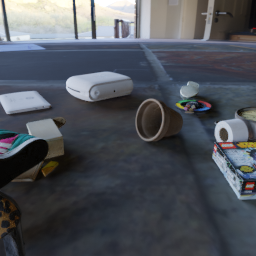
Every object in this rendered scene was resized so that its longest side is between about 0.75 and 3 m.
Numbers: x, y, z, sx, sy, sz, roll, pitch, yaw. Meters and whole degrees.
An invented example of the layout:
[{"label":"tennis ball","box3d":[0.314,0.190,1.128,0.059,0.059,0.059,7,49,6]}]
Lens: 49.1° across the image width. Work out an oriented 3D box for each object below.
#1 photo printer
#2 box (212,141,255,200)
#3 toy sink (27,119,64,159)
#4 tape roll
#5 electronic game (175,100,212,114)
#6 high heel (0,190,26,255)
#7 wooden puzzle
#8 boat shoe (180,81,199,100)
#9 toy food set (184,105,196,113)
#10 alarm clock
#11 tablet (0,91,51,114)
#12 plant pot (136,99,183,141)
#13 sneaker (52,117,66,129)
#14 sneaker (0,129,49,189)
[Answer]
[{"label":"photo printer","box3d":[-1.587,-2.194,14.559,2.915,1.012,2.425,-17,28,-36]},{"label":"box","box3d":[4.015,1.014,7.386,2.967,0.592,2.031,-1,23,-2]},{"label":"toy sink","box3d":[-2.604,0.354,8.773,0.837,0.719,1.284,-13,33,-26]},{"label":"tape roll","box3d":[3.323,0.178,9.016,0.613,0.893,0.893,-8,24,-17]},{"label":"electronic game","box3d":[2.910,-0.977,12.526,1.621,0.337,1.621,0,22,0]},{"label":"high heel","box3d":[-2.777,1.747,4.296,2.247,1.602,0.802,-7,24,-17]},{"label":"wooden puzzle","box3d":[-2.893,1.180,7.531,1.786,0.209,1.205,2,19,5]},{"label":"boat shoe","box3d":[3.045,-1.716,13.957,0.823,0.698,2.261,24,30,12]},{"label":"toy food set","box3d":[2.615,-0.861,11.901,0.503,0.125,0.791,3,26,10]},{"label":"alarm clock","box3d":[4.388,-0.130,9.750,2.674,0.890,1.804,1,21,5]},{"label":"tablet","box3d":[-5.059,-1.321,13.549,1.948,0.204,2.993,-12,26,-27]},{"label":"plant pot","box3d":[1.169,-0.218,9.664,1.264,1.450,1.450,7,15,-37]},{"label":"sneaker","box3d":[-2.500,-0.003,9.548,1.095,0.384,0.594,-30,-14,8]},{"label":"sneaker","box3d":[-3.430,0.740,7.061,1.474,1.021,2.441,14,27,35]}]
